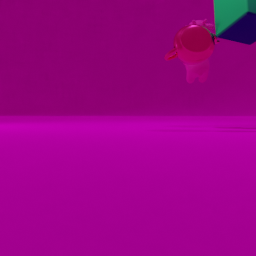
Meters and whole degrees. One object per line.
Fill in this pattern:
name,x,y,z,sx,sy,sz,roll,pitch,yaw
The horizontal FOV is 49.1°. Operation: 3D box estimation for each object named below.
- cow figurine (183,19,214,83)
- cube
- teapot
cow figurine,2.162,-2.411,8.733,0.912,1.662,1.636,-4,-25,1
cube,3.452,-3.406,8.112,1.324,1.324,1.324,5,-13,-19
teapot,1.690,-2.077,7.141,1.650,1.026,0.808,-22,-14,-7
